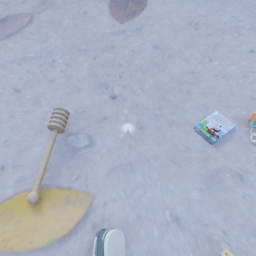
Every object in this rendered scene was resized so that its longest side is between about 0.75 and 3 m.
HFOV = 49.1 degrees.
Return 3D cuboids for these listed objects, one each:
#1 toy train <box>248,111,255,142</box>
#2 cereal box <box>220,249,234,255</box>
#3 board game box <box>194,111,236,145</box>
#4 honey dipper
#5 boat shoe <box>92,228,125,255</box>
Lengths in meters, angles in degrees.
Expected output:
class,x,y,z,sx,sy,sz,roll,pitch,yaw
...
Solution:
class,x,y,z,sx,sy,sz,roll,pitch,yaw
toy train,3.517,-0.133,6.835,0.355,1.278,0.960,23,61,-38
cereal box,1.745,2.658,4.788,0.189,0.957,0.688,-11,35,-36
board game box,2.311,-0.024,7.453,0.900,0.165,0.680,-31,58,-25
honey dipper,-1.923,0.600,6.629,0.458,0.458,2.410,9,62,7
boat shoe,-0.394,2.579,4.884,0.500,0.589,1.618,-5,77,45
